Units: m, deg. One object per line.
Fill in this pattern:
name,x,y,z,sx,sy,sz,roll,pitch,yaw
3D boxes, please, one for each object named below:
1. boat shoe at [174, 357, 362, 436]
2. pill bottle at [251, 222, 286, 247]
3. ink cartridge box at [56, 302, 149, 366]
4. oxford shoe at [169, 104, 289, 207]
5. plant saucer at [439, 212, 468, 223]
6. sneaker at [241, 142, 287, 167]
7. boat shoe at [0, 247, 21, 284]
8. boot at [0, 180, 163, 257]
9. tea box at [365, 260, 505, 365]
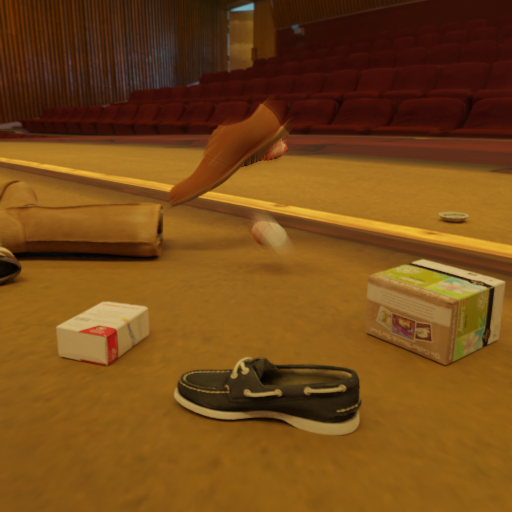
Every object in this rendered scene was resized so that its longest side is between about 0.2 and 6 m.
boat shoe,0.092,1.295,5.652,1.924,0.581,0.728,3,16,11
pill bottle,0.229,-0.384,10.038,0.434,0.434,0.760,-5,8,-18
ink cartridge box,-1.921,0.962,7.130,0.739,0.428,1.001,6,15,20
oxford shoe,-0.744,-2.043,11.449,2.829,1.008,1.009,-39,15,-8
plant saucer,5.109,-0.981,14.518,0.730,0.183,0.730,0,16,0
sneaker,-0.058,-2.632,13.513,1.643,0.713,0.606,-16,-10,-31
boat shoe,-4.913,0.253,9.084,0.698,0.775,2.154,8,11,44
boot,-3.838,-0.769,12.086,3.696,1.222,3.236,-2,29,-4
tea box,2.318,0.680,7.338,1.252,0.850,1.273,-14,21,-38
